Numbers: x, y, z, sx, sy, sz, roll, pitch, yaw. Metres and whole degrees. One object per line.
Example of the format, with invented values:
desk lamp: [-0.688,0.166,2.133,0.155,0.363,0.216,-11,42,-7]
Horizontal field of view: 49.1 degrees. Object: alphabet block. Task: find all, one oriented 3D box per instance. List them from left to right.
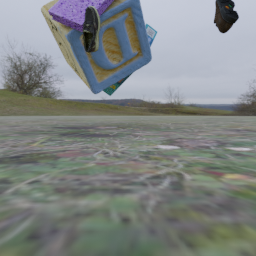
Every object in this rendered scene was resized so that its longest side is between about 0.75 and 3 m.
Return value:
alphabet block: [-0.932,-2.891,8.680,2.283,2.270,2.325,-31,48,-11]

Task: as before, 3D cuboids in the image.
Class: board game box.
board game box: [-0.022,-2.737,11.476,0.614,1.975,2.616,34,-37,-15]

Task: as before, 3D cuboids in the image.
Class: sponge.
sponge: [-0.982,-3.361,7.201,1.114,1.998,0.298,29,-20,21]

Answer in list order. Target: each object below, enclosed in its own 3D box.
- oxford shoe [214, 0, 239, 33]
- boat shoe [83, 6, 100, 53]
oxford shoe: [2.385,-2.921,7.147,0.529,1.457,0.615,19,-42,-6]
boat shoe: [-0.886,-2.288,6.567,0.374,1.046,0.344,17,32,25]
